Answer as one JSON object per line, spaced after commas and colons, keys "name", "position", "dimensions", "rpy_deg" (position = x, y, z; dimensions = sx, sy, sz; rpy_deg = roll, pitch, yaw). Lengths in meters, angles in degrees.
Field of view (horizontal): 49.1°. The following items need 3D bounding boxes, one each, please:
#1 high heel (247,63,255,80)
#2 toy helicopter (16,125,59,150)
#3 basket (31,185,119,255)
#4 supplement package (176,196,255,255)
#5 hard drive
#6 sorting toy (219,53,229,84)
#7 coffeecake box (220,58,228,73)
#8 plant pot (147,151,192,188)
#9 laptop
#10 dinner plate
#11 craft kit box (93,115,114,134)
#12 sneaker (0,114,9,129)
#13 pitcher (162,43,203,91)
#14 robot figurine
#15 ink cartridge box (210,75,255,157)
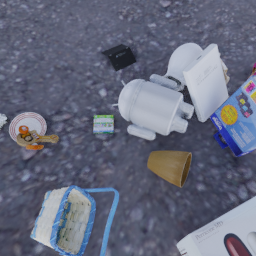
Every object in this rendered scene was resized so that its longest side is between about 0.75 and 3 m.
{"name": "high heel", "position": [5.370, -2.381, 12.104], "dimensions": [0.545, 0.383, 1.137], "rpy_deg": [12, 73, -5]}
{"name": "toy helicopter", "position": [-3.261, 0.437, 10.187], "dimensions": [1.491, 0.588, 0.986], "rpy_deg": [1, 40, -27]}
{"name": "basket", "position": [-1.469, 2.697, 8.207], "dimensions": [2.343, 1.630, 2.066], "rpy_deg": [-5, 54, 34]}
{"name": "supplement package", "position": [3.262, 3.672, 7.525], "dimensions": [2.643, 2.033, 2.764], "rpy_deg": [-25, 64, -14]}
{"name": "hard drive", "position": [2.941, -1.603, 10.384], "dimensions": [1.617, 2.452, 0.322], "rpy_deg": [-43, 41, -15]}
{"name": "sorting toy", "position": [3.234, -1.969, 11.319], "dimensions": [0.896, 1.677, 1.510], "rpy_deg": [21, 77, 39]}
{"name": "coffeecake box", "position": [3.919, -2.706, 12.345], "dimensions": [0.595, 0.283, 0.775], "rpy_deg": [-16, 61, -9]}
{"name": "plant pot", "position": [1.367, 1.257, 9.570], "dimensions": [1.298, 1.210, 1.210], "rpy_deg": [14, 60, 21]}
{"name": "laptop", "position": [-0.417, -3.241, 12.799], "dimensions": [1.122, 0.694, 1.198], "rpy_deg": [-28, 91, -15]}
{"name": "dinner plate", "position": [-3.820, 0.019, 10.732], "dimensions": [1.363, 0.165, 1.363], "rpy_deg": [2, 64, -5]}
{"name": "craft kit box", "position": [-0.949, -0.145, 10.895], "dimensions": [0.778, 0.189, 0.768], "rpy_deg": [-1, 62, -1]}
{"name": "sneaker", "position": [-4.906, -0.172, 10.789], "dimensions": [0.564, 0.370, 0.980], "rpy_deg": [-7, 57, -2]}
{"name": "pitcher", "position": [2.435, -2.466, 11.424], "dimensions": [1.891, 1.337, 2.205], "rpy_deg": [7, 54, 47]}
{"name": "robot figurine", "position": [0.895, -0.783, 10.389], "dimensions": [2.944, 1.663, 2.497], "rpy_deg": [23, 77, 12]}
{"name": "ink cartridge box", "position": [4.126, -0.261, 9.718], "dimensions": [1.021, 2.675, 1.825], "rpy_deg": [-11, 61, -32]}
